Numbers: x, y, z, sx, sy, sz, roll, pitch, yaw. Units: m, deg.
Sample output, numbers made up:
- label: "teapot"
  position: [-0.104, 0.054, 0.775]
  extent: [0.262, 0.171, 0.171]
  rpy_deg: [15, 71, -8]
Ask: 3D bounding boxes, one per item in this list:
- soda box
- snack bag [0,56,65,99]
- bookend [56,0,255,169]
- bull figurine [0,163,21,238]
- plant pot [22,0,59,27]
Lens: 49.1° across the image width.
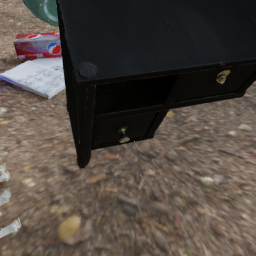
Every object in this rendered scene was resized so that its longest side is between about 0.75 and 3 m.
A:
- label: "soda box"
  position: [-3.175, -3.234, 10.916]
  extent: [2.271, 0.720, 0.795]
  rpy_deg: [-4, 40, -4]
- label: "snack bag"
  position: [-2.777, -2.077, 10.128]
  extent: [2.535, 0.288, 2.688]
  rpy_deg: [23, 44, 26]
- label: "bookend"
  position: [0.533, -0.673, 4.370]
  extent: [2.946, 2.964, 1.365]
  rpy_deg: [-10, 69, -14]
- label: "bull figurine"
  position: [-3.111, 1.328, 5.490]
  extent: [1.530, 0.820, 2.519]
  rpy_deg: [-18, 42, -21]
- label: "plant pot"
  position: [-2.040, -3.535, 7.586]
  extent: [1.555, 1.555, 1.461]
  rpy_deg: [-15, 45, -18]
